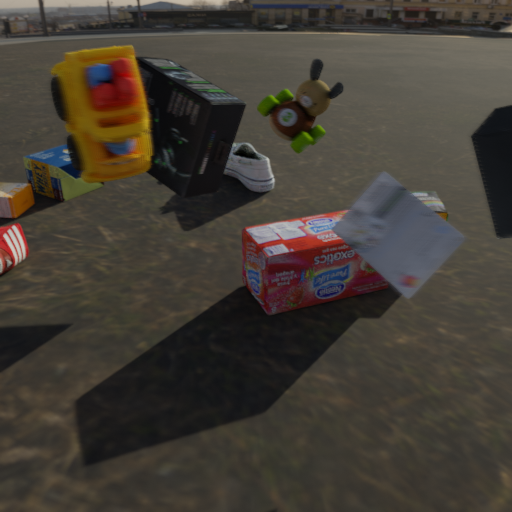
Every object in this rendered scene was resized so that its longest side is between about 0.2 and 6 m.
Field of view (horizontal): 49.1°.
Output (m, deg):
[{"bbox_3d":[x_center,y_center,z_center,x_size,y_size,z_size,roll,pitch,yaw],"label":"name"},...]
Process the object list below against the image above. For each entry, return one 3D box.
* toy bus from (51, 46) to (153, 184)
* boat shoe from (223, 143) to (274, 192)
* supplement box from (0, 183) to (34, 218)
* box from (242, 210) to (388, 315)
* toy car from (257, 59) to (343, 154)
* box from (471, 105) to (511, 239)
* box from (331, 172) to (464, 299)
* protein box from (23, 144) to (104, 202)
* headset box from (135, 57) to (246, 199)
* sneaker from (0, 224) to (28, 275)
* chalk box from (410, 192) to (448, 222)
[{"bbox_3d":[-2.185,-2.179,8.487,1.344,1.980,1.901,-16,10,-24],"label":"toy bus"},{"bbox_3d":[-0.338,-2.733,15.797,1.084,0.984,2.947,-17,33,-29],"label":"boat shoe"},{"bbox_3d":[-6.427,-1.392,13.724,1.557,0.572,0.981,3,28,6],"label":"supplement box"},{"bbox_3d":[1.114,0.052,10.343,2.546,1.215,1.269,-11,30,-20],"label":"box"},{"bbox_3d":[0.781,-2.330,8.468,0.956,1.163,0.918,48,43,3],"label":"toy car"},{"bbox_3d":[3.711,-1.221,7.986,0.635,1.610,1.136,-5,27,41],"label":"box"},{"bbox_3d":[2.098,-0.320,8.392,1.545,1.205,0.318,45,11,22],"label":"box"},{"bbox_3d":[-5.096,-2.240,14.906,1.414,0.954,1.403,18,33,30],"label":"protein box"},{"bbox_3d":[-1.535,-2.575,11.342,2.359,2.054,1.094,35,31,26],"label":"headset box"},{"bbox_3d":[-5.812,-0.246,11.454,2.565,1.005,1.482,23,25,15],"label":"sneaker"},{"bbox_3d":[3.540,-0.842,12.347,0.940,0.935,1.511,0,27,4],"label":"chalk box"}]
